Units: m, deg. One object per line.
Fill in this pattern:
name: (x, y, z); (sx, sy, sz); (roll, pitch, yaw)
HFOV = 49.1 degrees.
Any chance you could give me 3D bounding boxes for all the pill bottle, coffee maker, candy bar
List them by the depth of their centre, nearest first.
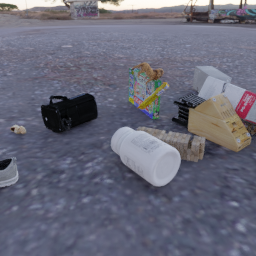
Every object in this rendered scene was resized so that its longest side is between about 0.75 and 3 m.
pill bottle: (0.444, 0.757, 8.481); (1.203, 1.203, 2.104); (-18, 31, -33)
coffee maker: (-2.179, -0.557, 11.317); (1.872, 1.313, 1.949); (36, 42, 29)
candy bar: (1.042, -1.288, 11.530); (0.411, 1.649, 0.183); (19, 36, -49)

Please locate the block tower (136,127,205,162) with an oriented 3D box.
block tower: (1.333, 0.522, 9.569); (2.448, 0.708, 0.661); (8, 27, 18)

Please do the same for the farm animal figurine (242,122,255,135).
farm animal figurine: (4.818, 0.051, 10.932); (0.818, 0.411, 0.660); (20, 13, 41)

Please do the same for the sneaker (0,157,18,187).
sneaker: (-4.021, 1.198, 7.462); (2.151, 0.882, 0.804); (-12, 40, -44)

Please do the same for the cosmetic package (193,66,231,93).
cosmetic package: (4.364, -2.358, 14.778); (1.121, 1.328, 2.486); (-1, 24, -5)

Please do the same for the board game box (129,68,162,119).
board game box: (0.712, -1.663, 12.893); (0.369, 1.704, 2.533); (-10, 27, -23)

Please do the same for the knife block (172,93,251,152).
knife block: (2.983, -0.135, 10.947); (0.914, 2.509, 2.858); (-21, 78, -34)

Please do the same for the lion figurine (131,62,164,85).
lion figurine: (0.809, -2.265, 11.191); (1.389, 0.851, 0.503); (25, 34, -50)

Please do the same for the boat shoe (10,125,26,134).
boat shoe: (-4.287, 0.093, 10.914); (0.855, 0.315, 0.296); (9, 28, 39)

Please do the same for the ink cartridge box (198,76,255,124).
ink cartridge box: (4.523, -1.135, 11.678); (1.867, 1.072, 2.572); (11, 19, -39)
